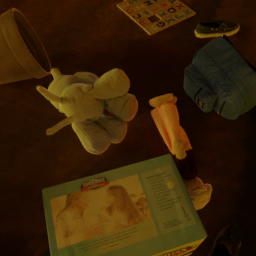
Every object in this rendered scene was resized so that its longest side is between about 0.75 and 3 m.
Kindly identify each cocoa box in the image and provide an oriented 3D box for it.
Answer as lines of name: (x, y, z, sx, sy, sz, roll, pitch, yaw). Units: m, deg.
cocoa box: (-0.132, 2.028, 5.895, 2.795, 1.834, 1.864, -14, 58, -9)

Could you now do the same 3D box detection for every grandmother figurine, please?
grandmother figurine: (1.336, 0.618, 7.031, 0.861, 1.725, 2.845, -22, 79, 26)

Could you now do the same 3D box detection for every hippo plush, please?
hippo plush: (-1.327, -0.563, 7.907, 2.746, 2.188, 2.208, -19, 26, -30)

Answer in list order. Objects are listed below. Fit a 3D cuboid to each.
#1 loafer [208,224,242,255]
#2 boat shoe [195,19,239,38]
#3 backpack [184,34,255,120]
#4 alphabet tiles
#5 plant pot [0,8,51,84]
loafer: (2.103, 2.780, 6.204, 0.573, 0.502, 1.594, 37, 64, 22)
boat shoe: (3.421, -3.814, 10.589, 1.781, 0.504, 0.611, -11, 57, -8)
backpack: (2.766, -1.228, 8.239, 1.745, 1.689, 2.079, -39, 70, 1)
alphabet tiles: (1.013, -5.067, 11.669, 2.353, 0.106, 2.815, -30, 62, -18)
plant pot: (-3.815, -2.327, 8.832, 1.898, 2.187, 2.187, -24, 58, 3)
